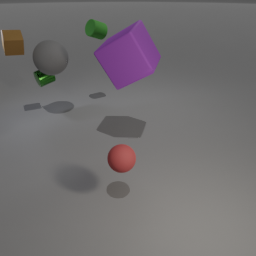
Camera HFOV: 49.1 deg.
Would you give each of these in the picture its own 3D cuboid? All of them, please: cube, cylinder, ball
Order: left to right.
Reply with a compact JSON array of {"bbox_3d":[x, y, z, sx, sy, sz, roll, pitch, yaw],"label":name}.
[{"bbox_3d":[-4.423,-3.279,10.763,0.700,0.700,0.700,-10,53,-25],"label":"cube"},{"bbox_3d":[-3.611,-2.227,12.126,0.700,0.700,0.700,-30,38,-23],"label":"cylinder"},{"bbox_3d":[-3.116,-2.840,11.312,1.400,1.400,1.400,0,28,0],"label":"ball"},{"bbox_3d":[-1.344,-4.174,11.877,0.700,0.700,0.700,-1,20,-46],"label":"cylinder"},{"bbox_3d":[-0.155,0.745,6.854,0.700,0.700,0.700,0,28,0],"label":"ball"},{"bbox_3d":[0.030,-2.323,8.925,1.400,1.400,1.400,-21,26,29],"label":"cube"}]
